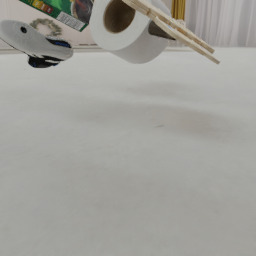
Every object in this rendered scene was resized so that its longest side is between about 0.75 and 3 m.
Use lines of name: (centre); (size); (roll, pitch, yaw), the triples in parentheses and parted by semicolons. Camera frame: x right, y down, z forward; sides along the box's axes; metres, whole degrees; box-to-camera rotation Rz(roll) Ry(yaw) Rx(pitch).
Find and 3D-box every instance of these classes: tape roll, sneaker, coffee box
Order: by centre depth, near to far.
coffee box: (-1.766, -3.222, 6.218); (2.151, 1.323, 0.473); (20, -20, -30)
sneaker: (-2.241, -1.762, 6.380); (1.005, 0.657, 1.797); (-18, -18, 40)
tape roll: (0.131, -3.851, 10.350); (2.607, 2.607, 1.790); (13, 2, 32)

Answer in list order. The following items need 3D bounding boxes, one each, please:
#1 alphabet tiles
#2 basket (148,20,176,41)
alphabet tiles: (0.697, -2.283, 5.781); (2.764, 0.202, 2.704); (11, 33, -43)
basket: (1.171, -3.020, 8.554); (0.757, 0.571, 0.839); (-38, 52, -21)
